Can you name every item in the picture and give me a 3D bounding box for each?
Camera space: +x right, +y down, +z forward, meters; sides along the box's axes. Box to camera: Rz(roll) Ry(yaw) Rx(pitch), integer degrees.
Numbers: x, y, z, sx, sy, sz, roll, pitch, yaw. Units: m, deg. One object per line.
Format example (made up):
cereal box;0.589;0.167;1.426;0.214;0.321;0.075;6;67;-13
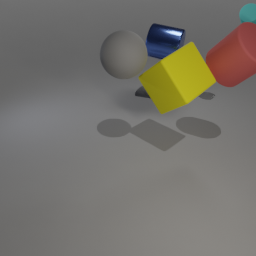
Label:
ball;-0.127;-2.145;8.250;1.400;1.400;1.400;0;29;0
cylinder;4.570;-4.197;10.494;0.700;0.700;0.700;15;9;24
cube;1.458;-1.471;8.480;1.400;1.400;1.400;-36;6;-27
cylinder;3.302;-2.137;8.332;1.400;1.400;1.400;10;67;-23
cylinder;1.600;-3.634;12.006;1.400;1.400;1.400;17;33;13
